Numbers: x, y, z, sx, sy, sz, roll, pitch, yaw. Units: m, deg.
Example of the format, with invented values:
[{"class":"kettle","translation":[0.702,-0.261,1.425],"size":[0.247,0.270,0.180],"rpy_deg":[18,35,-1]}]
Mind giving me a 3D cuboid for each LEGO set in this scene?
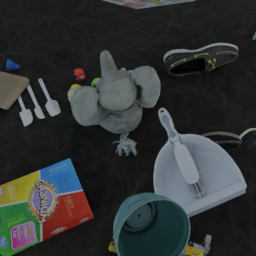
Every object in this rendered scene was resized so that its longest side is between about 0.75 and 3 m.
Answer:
[{"class":"LEGO set","translation":[0.623,2.670,5.666],"size":[2.338,1.355,1.798],"rpy_deg":[24,58,16]}]

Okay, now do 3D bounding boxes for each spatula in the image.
[{"class":"spatula","translation":[-2.957,-0.877,8.979],"size":[1.193,0.138,1.715],"rpy_deg":[-25,57,-11]}]

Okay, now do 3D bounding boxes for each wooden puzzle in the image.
[{"class":"wooden puzzle","translation":[-4.199,-1.251,9.131],"size":[1.608,0.279,2.384],"rpy_deg":[23,58,15]}]

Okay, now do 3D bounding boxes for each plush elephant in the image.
[{"class":"plush elephant","translation":[-0.385,-0.940,7.663],"size":[2.434,2.288,2.955],"rpy_deg":[-15,56,-10]}]

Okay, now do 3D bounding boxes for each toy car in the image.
[{"class":"toy car","translation":[-1.304,-1.526,9.311],"size":[1.258,0.298,1.336],"rpy_deg":[4,55,3]}]

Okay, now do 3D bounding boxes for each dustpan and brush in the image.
[{"class":"dustpan and brush","translation":[1.297,0.597,6.801],"size":[1.947,0.799,2.790],"rpy_deg":[-28,43,12]}]

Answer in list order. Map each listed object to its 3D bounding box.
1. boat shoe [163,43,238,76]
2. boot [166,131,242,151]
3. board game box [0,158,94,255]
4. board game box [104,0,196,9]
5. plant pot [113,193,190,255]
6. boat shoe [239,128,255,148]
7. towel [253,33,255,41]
[{"class":"boat shoe","translation":[2.512,-2.242,9.505],"size":[2.525,0.900,0.760],"rpy_deg":[-7,57,4]},{"class":"boot","translation":[2.034,0.882,7.320],"size":[2.007,0.734,1.511],"rpy_deg":[-1,53,4]},{"class":"board game box","translation":[-2.132,1.853,6.819],"size":[2.132,0.430,1.631],"rpy_deg":[-22,57,-15]},{"class":"board game box","translation":[0.279,-3.504,7.050],"size":[1.780,0.469,2.326],"rpy_deg":[-4,17,-38]},{"class":"plant pot","translation":[0.280,1.571,4.578],"size":[1.215,1.215,0.814],"rpy_deg":[-21,16,-14]},{"class":"boat shoe","translation":[2.211,0.135,4.676],"size":[0.900,0.329,0.282],"rpy_deg":[-12,54,-38]},{"class":"towel","translation":[6.029,-3.580,10.772],"size":[2.050,0.315,1.529],"rpy_deg":[25,59,17]}]
